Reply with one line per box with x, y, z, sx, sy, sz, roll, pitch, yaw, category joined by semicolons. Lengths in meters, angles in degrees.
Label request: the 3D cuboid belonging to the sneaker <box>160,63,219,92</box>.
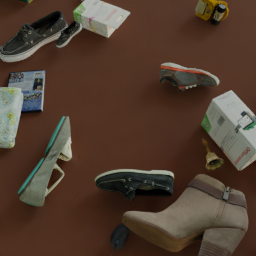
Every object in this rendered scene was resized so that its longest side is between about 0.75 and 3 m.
2.050;-1.598;9.644;2.058;0.793;0.843;14;89;6;sneaker

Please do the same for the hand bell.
2.352;0.683;8.189;0.526;0.526;1.009;-8;45;-5;hand bell

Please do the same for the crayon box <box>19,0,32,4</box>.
-4.702;-6.863;12.596;2.153;0.727;2.495;23;62;13;crayon box

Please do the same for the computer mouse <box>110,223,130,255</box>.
-0.374;3.057;7.038;0.422;0.245;1.440;23;63;12;computer mouse

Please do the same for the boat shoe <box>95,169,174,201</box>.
0.200;1.612;7.561;2.180;0.815;0.723;3;51;-8;boat shoe

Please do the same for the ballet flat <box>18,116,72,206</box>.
-2.123;0.939;8.062;0.868;0.918;2.724;31;62;-14;ballet flat

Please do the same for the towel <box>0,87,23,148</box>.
-4.324;-0.374;8.803;1.746;0.491;2.039;1;67;3;towel

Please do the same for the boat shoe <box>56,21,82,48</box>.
-2.272;-3.502;10.392;1.261;0.418;0.441;-31;68;18;boat shoe

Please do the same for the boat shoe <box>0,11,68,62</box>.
-3.556;-3.524;10.487;2.891;0.958;1.011;-33;65;-19;boat shoe

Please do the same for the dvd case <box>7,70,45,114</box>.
-3.541;-1.254;9.631;1.271;0.156;1.782;-5;60;-2;dvd case

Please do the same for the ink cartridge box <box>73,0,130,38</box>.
-1.010;-4.360;11.157;1.987;0.669;1.163;27;63;15;ink cartridge box

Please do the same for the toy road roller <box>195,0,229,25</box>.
3.491;-4.869;11.443;1.245;0.765;0.909;35;53;13;toy road roller

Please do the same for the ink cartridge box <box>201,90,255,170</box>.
3.113;0.090;8.132;0.792;1.372;1.879;-26;64;-15;ink cartridge box

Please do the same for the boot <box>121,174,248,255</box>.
1.572;2.121;7.266;2.916;1.024;2.132;23;55;13;boot
